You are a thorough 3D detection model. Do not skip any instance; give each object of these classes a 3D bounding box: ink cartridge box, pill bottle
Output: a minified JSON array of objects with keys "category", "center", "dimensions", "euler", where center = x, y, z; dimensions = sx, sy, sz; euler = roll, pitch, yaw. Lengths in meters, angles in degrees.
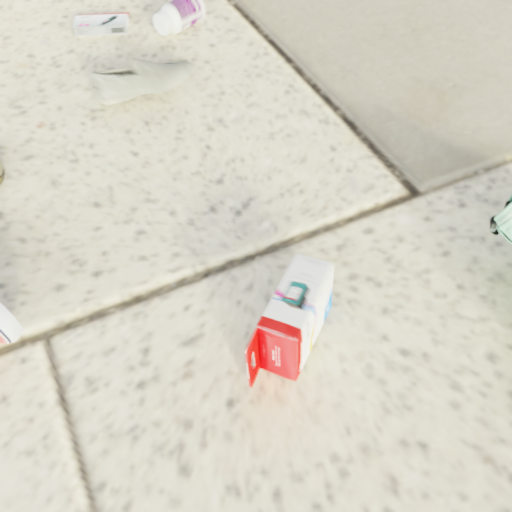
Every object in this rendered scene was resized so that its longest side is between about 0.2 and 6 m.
[{"category":"ink cartridge box","center":[0.445,0.879,7.052],"dimensions":[0.546,0.943,1.623],"euler":[16,51,19]},{"category":"pill bottle","center":[-1.731,-5.367,12.488],"dimensions":[0.639,0.639,1.138],"euler":[33,57,25]},{"category":"ink cartridge box","center":[-3.507,-5.367,12.743],"dimensions":[1.180,0.257,1.024],"euler":[-4,52,-3]}]

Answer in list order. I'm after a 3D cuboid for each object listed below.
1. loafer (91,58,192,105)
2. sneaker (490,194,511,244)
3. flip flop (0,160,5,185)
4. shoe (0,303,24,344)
[{"category":"loafer","center":[-2.180,-3.460,10.729],"dimensions":[1.928,0.673,0.674],"euler":[-20,38,-9]},{"category":"sneaker","center":[3.831,0.285,7.169],"dimensions":[1.910,1.192,3.239],"euler":[28,44,-2]},{"category":"flip flop","center":[-5.504,-0.916,8.598],"dimensions":[3.214,0.925,1.303],"euler":[-33,57,-24]},{"category":"shoe","center":[-4.280,0.780,7.250],"dimensions":[2.610,0.932,1.187],"euler":[23,55,24]}]
